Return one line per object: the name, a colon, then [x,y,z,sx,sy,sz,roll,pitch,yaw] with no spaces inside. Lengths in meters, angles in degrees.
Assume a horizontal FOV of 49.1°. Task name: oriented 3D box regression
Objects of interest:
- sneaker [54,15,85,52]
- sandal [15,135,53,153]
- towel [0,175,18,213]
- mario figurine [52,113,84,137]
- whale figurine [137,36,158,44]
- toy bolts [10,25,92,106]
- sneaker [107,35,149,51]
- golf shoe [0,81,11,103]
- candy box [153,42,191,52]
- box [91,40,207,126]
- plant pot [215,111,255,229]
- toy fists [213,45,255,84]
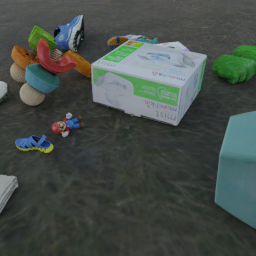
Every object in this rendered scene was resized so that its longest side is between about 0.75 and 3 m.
sneaker: [-2.693,-4.414,12.756,1.255,1.106,2.815,5,37,2]
sandal: [-2.351,0.341,6.982,0.957,0.416,0.380,2,39,6]
towel: [-3.198,1.355,5.753,1.613,0.278,1.069,5,36,8]
mario figurine: [-1.622,-0.088,7.530,0.840,0.445,0.518,-17,40,-24]
whale figurine: [0.770,-3.414,11.687,1.020,0.811,0.529,-7,38,21]
toy bolts: [-2.590,-1.751,9.279,2.657,1.929,2.782,31,14,-28]
sneaker: [-0.075,-3.676,12.215,1.922,0.724,0.847,-9,28,-25]
golf shoe: [-4.853,-1.054,8.247,2.644,1.165,1.021,-21,41,-27]
candy box: [1.716,-2.837,11.082,1.324,0.565,1.579,-10,39,-13]
box: [0.675,-1.511,8.699,2.791,1.350,2.463,19,39,21]
plant pot: [3.221,0.827,5.058,2.955,2.087,2.088,11,38,24]
toy fists: [4.252,-2.330,10.224,2.443,0.840,1.246,-29,37,-31]
